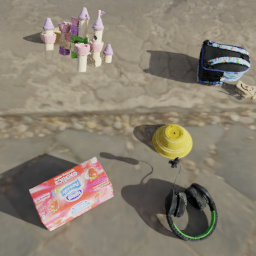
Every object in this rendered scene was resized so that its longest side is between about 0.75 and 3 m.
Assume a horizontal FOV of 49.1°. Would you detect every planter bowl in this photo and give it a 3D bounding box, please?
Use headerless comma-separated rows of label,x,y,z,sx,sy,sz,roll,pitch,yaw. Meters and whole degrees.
planter bowl,1.257,0.247,7.762,1.133,0.472,1.133,0,56,0

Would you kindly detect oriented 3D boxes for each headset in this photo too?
headset,1.399,1.653,6.563,1.180,0.898,1.911,-14,69,-10

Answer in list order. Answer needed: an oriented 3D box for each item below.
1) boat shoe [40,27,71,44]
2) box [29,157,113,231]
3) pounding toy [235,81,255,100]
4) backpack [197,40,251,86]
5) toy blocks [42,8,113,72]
boat shoe,-2.491,-3.425,10.238,1.408,0.502,0.454,-8,50,-16
box,-1.299,1.553,6.664,1.729,0.826,0.862,-25,60,-16
pounding toy,3.764,-1.244,8.775,0.434,0.435,0.758,-35,63,-16
backpack,3.043,-2.035,8.957,1.491,1.003,1.361,7,56,6
toy blocks,-1.032,-2.122,6.305,1.312,1.182,1.404,24,34,25
